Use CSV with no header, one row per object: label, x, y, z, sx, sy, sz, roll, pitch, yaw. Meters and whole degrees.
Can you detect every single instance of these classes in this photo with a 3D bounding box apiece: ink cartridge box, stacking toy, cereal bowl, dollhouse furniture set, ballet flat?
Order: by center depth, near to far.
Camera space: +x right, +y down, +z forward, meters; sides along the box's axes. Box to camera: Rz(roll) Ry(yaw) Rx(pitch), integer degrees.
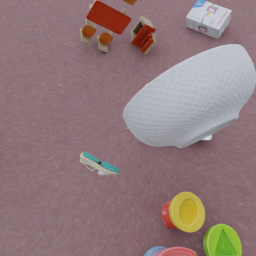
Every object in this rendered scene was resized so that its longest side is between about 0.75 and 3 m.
cereal bowl,1.472,-0.408,6.222,2.999,2.999,1.249,-23,77,-16
ballet flat,-0.708,0.925,6.730,1.019,0.354,0.354,29,58,2
stacking toy,1.529,3.159,7.064,2.243,1.047,2.478,33,60,-8
dollhouse furniture set,-0.260,-4.125,11.149,2.746,2.776,1.430,15,49,-30
ink cartridge box,3.625,-4.918,12.605,1.644,0.696,1.188,30,78,19

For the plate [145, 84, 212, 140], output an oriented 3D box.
plate,1.665,-0.546,9.798,2.323,0.375,2.318,5,55,3
